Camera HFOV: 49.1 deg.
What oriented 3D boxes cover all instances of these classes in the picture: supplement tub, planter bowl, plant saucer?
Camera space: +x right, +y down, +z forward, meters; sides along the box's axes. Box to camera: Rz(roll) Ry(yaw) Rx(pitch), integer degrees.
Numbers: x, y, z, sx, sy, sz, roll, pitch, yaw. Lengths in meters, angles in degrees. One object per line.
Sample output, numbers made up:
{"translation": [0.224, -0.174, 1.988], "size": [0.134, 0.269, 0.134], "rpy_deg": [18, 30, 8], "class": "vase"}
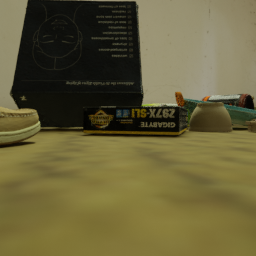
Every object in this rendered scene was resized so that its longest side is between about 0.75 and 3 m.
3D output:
{"translation": [3.462, -0.657, 10.485], "size": [2.157, 1.153, 1.153], "rpy_deg": [0, 2, 42], "class": "supplement tub"}
{"translation": [1.708, -0.230, 5.832], "size": [0.883, 0.594, 0.883], "rpy_deg": [-1, 2, 0], "class": "planter bowl"}
{"translation": [2.734, -0.418, 7.676], "size": [2.690, 0.369, 2.690], "rpy_deg": [9, 10, -2], "class": "plant saucer"}

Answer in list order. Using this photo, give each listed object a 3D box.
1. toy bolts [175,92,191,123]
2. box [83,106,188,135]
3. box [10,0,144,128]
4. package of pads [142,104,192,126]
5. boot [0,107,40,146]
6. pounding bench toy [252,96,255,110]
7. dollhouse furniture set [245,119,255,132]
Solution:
{"translation": [1.163, -0.370, 7.482], "size": [0.707, 0.973, 1.019], "rpy_deg": [-15, -17, 0], "class": "toy bolts"}
{"translation": [0.262, -0.145, 5.170], "size": [1.559, 0.482, 1.952], "rpy_deg": [2, 2, 15], "class": "box"}
{"translation": [-1.156, -1.638, 7.293], "size": [2.904, 2.854, 1.800], "rpy_deg": [0, -27, -3], "class": "box"}
{"translation": [1.405, -0.443, 9.584], "size": [1.709, 0.755, 2.213], "rpy_deg": [-1, 2, -25], "class": "package of pads"}
{"translation": [-1.552, -0.568, 2.409], "size": [0.693, 1.487, 1.922], "rpy_deg": [1, 2, 30], "class": "boot"}
{"translation": [4.583, -0.676, 10.997], "size": [0.703, 1.132, 0.883], "rpy_deg": [0, 2, -14], "class": "pounding bench toy"}
{"translation": [3.386, -0.459, 6.079], "size": [2.118, 1.034, 1.806], "rpy_deg": [0, 2, 2], "class": "dollhouse furniture set"}
